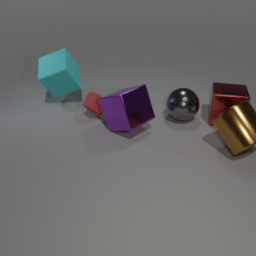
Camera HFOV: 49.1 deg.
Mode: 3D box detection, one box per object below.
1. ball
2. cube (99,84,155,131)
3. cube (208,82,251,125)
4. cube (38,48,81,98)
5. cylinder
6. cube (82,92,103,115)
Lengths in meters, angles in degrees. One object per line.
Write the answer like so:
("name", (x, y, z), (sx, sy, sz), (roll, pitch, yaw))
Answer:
("ball", (2.298, -0.991, 11.777), (1.400, 1.400, 1.400), (0, 31, 0))
("cube", (-0.033, -0.774, 10.986), (1.400, 1.400, 1.400), (-27, 15, -37))
("cube", (4.170, -0.977, 11.731), (1.400, 1.400, 1.400), (7, 31, 12))
("cube", (-3.117, -2.500, 12.837), (1.400, 1.400, 1.400), (-17, 56, 12))
("cylinder", (3.873, 0.011, 9.596), (1.400, 1.400, 1.400), (-19, 72, -29))
("cube", (-1.407, -1.059, 12.021), (0.700, 0.700, 0.700), (19, 77, 52))
